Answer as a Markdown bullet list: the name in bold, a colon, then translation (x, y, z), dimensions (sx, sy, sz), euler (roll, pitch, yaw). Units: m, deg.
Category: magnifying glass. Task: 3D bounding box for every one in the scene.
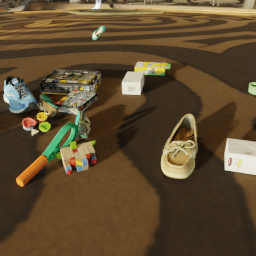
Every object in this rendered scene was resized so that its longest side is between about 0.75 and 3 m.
- **magnifying glass**: translation (-2.304, 0.729, 8.323), dimensions (0.284, 1.009, 2.535), euler (28, 47, 10)

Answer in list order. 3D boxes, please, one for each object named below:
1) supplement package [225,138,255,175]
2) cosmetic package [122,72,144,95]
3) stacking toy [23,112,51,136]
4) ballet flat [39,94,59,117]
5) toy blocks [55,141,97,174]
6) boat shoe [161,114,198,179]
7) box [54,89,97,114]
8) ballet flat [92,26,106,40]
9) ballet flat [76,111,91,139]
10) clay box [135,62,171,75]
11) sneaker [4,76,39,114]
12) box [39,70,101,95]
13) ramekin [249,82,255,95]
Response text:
- **supplement package**: translation (3.475, 0.844, 8.254), dimensions (1.123, 0.623, 0.875), euler (7, 29, 15)
- **cosmetic package**: translation (0.280, -2.217, 13.711), dimensions (0.915, 0.658, 1.621), euler (2, 30, 7)
- **stacking toy**: translation (-3.343, -0.055, 10.349), dimensions (0.950, 0.401, 0.860), euler (-22, 62, -29)
- **ballet flat**: translation (-3.320, -0.892, 11.484), dimensions (0.522, 0.557, 1.540), euler (20, 13, -48)
- **toy blocks**: translation (-1.441, 0.899, 8.329), dimensions (1.263, 0.631, 0.864), euler (-13, 43, -20)
- **boat shoe**: translation (1.629, 0.493, 8.635), dimensions (1.016, 0.869, 2.772), euler (7, 30, 13)
- **box**: translation (-2.233, -1.158, 12.137), dimensions (1.191, 0.347, 1.739), euler (10, 31, 17)
- **ballet flat**: translation (-1.417, -4.424, 13.052), dimensions (0.918, 0.309, 0.323), euler (-30, 9, 37)
- **ballet flat**: translation (-1.633, -0.081, 10.146), dimensions (0.609, 0.609, 1.640), euler (-2, 31, -4)
- **clay box**: translation (1.429, -3.400, 16.032), dimensions (1.945, 0.463, 1.117), euler (6, 30, 10)
- **sneaker**: translation (-4.664, -1.467, 11.783), dimensions (1.066, 1.224, 2.721), euler (-22, 36, -34)
- **box**: translation (-2.770, -2.279, 13.888), dimensions (2.534, 0.625, 2.024), euler (3, 31, 6)
- **ramekin**: translation (6.168, -1.875, 13.386), dimensions (0.783, 0.382, 0.783), euler (0, 29, 0)
